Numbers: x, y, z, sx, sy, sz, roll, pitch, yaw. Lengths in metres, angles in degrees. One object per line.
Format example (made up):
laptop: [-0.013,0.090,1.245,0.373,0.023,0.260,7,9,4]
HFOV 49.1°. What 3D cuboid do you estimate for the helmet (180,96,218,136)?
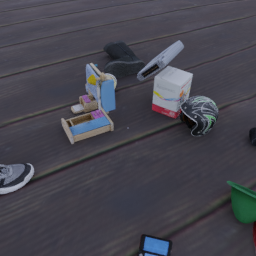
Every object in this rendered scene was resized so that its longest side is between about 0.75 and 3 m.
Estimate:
helmet: [2.794,-0.565,11.041,1.508,1.437,1.508,0,41,0]

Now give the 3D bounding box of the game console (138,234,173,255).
game console: [0.680,3.303,7.310,0.858,0.509,0.739,9,42,11]

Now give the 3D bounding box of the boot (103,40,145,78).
boot: [-0.671,-3.861,15.186,2.281,0.908,2.768,-9,45,-27]

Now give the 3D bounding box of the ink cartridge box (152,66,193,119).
ink cartridge box: [1.871,-1.551,11.985,1.217,1.683,1.223,24,47,25]

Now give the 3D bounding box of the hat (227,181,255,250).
hat: [3.350,2.672,8.239,1.574,1.672,1.900,25,3,11]

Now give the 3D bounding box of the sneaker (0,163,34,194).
sneaker: [-4.367,1.374,8.794,2.565,1.460,0.968,-14,43,-15]

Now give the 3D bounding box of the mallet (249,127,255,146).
mallet: [5.797,0.444,10.736,2.285,0.470,0.753,7,37,0]

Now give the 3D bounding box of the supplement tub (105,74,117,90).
supplement tub: [-1.032,-1.908,13.041,0.842,0.842,1.161,6,41,7]

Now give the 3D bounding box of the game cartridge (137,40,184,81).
game cartridge: [1.341,-2.787,11.638,1.473,2.213,0.460,-42,100,-22]

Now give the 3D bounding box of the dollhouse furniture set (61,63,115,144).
dollhouse furniture set: [-1.824,-1.261,10.870,1.782,2.730,2.578,-18,44,-21]
